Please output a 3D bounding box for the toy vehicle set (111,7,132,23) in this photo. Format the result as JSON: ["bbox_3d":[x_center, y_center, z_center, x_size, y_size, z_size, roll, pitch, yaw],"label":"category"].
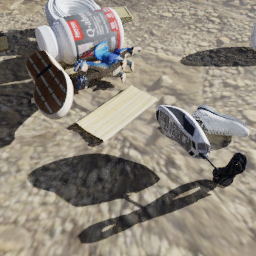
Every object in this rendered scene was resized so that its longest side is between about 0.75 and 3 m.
[{"bbox_3d":[-0.875,-4.889,12.213,1.901,0.252,1.181,-9,43,-10],"label":"toy vehicle set"}]

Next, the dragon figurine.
[{"bbox_3d":[-0.578,-2.157,8.788,1.443,0.854,2.902,16,47,15],"label":"dragon figurine"}]

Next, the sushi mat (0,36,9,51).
[{"bbox_3d":[-4.776,-3.134,10.440,0.556,0.070,1.162,-15,45,-16],"label":"sushi mat"}]

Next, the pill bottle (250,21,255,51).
[{"bbox_3d":[5.534,-3.250,9.751,2.142,1.170,1.170,0,43,1],"label":"pill bottle"}]

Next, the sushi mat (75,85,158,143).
[{"bbox_3d":[-0.269,-0.447,7.462,1.067,0.135,2.231,30,50,28],"label":"sushi mat"}]

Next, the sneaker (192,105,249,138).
[{"bbox_3d":[2.211,-0.042,6.837,1.404,0.536,0.565,25,61,30],"label":"sneaker"}]

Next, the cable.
[{"bbox_3d":[-2.007,-4.234,10.669,2.274,0.787,2.274,45,52,13],"label":"cable"}]

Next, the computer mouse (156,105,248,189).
[{"bbox_3d":[1.403,0.213,5.710,0.479,1.198,2.185,-34,63,-16],"label":"computer mouse"}]

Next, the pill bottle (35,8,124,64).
[{"bbox_3d":[-1.559,-2.950,9.199,2.569,1.488,1.488,-22,47,-22],"label":"pill bottle"}]

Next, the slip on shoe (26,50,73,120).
[{"bbox_3d":[-2.014,-1.096,7.496,1.057,0.842,2.780,-38,48,-1],"label":"slip on shoe"}]
